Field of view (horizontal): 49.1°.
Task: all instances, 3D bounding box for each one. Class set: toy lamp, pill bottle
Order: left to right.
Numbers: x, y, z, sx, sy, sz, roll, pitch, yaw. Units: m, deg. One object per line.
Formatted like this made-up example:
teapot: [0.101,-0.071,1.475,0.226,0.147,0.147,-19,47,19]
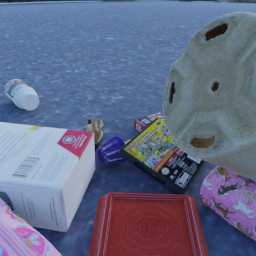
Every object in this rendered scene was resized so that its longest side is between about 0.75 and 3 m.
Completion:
pill bottle: [-3.502,-1.080,9.318,0.768,0.768,1.388,-21,36,-32]
toy lamp: [0.280,0.311,6.971,2.280,0.664,0.664,-22,36,-33]

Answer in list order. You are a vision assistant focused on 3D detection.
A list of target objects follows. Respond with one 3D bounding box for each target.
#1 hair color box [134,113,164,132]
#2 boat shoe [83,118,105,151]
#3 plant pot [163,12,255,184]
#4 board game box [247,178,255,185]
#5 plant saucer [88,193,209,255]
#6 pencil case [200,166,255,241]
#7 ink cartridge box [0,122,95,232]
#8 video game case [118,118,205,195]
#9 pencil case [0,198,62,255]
hair color box: [0.689,-0.136,8.122,0.938,0.287,0.476,-18,33,-29]
boat shoe: [-0.931,0.155,7.240,0.498,0.511,1.350,23,22,-12]
plant pot: [2.161,-0.322,4.394,2.721,2.972,2.972,14,20,-31]
board game box: [3.820,1.200,5.599,1.911,0.417,1.921,-11,31,-19]
plant saucer: [0.345,1.755,4.696,1.946,0.358,1.950,1,30,2]
pencil case: [2.194,1.399,4.865,0.847,0.811,1.958,-20,34,-38]
ink cartridge box: [-2.118,0.825,5.564,2.567,1.099,1.894,5,31,10]
video game case: [0.903,0.571,6.425,1.602,0.226,1.773,33,40,16]
pencil case: [-1.523,1.867,3.693,2.709,1.184,1.184,23,37,33]
